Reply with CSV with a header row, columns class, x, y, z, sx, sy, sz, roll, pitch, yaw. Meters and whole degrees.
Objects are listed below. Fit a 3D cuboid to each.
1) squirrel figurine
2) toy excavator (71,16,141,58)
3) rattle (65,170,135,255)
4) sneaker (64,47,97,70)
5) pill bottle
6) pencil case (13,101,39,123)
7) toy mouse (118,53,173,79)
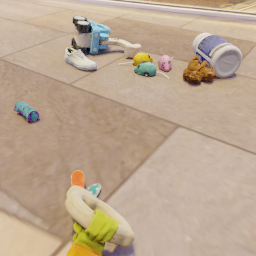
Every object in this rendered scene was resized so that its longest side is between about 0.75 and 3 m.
class,x,y,z,sx,sy,sz,roll,pitch,yaw
squirrel figurine,2.591,-1.964,10.194,1.068,0.756,0.997,-39,60,-23
toy excavator,-1.014,-3.938,12.466,2.674,1.336,2.600,-3,36,-20
rattle,-0.876,1.806,5.162,1.330,1.459,2.043,15,6,-38
sneaker,-1.976,-2.798,11.263,1.767,0.625,0.645,25,43,31
pill bottle,3.380,-2.925,10.942,1.217,1.217,2.103,-8,36,-10
pencil case,-3.007,-0.485,8.275,0.871,0.371,0.402,30,66,36
toy mouse,1.050,-2.505,11.011,2.292,0.444,2.037,-15,38,-19
